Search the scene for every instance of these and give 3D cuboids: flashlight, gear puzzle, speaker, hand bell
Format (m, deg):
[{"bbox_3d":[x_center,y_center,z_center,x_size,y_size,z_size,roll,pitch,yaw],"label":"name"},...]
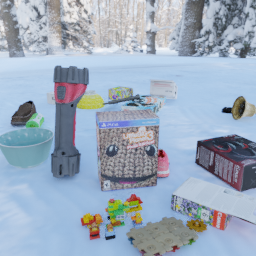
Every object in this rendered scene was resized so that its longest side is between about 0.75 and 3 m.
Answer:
[{"bbox_3d":[-1.596,-0.196,7.659,0.983,2.904,0.987,0,8,-21],"label":"flashlight"},{"bbox_3d":[0.823,2.052,5.375,1.657,0.217,0.858,-8,18,-30],"label":"gear puzzle"},{"bbox_3d":[-3.783,-0.222,11.451,0.570,0.570,1.288,-2,19,-6],"label":"speaker"},{"bbox_3d":[6.027,-0.734,12.867,2.139,1.114,1.114,10,17,-10],"label":"hand bell"}]

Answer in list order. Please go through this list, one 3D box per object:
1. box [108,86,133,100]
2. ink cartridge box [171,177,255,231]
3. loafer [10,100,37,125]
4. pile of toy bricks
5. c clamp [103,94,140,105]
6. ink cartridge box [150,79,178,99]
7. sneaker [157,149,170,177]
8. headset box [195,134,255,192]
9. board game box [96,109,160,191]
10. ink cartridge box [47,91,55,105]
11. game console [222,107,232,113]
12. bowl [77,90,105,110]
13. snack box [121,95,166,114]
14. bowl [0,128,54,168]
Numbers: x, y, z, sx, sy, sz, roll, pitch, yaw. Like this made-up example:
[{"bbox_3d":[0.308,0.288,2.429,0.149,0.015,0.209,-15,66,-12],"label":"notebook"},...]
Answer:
[{"bbox_3d":[-0.436,-2.043,16.733,1.085,0.662,1.045,15,24,35],"label":"box"},{"bbox_3d":[1.950,1.680,6.044,1.808,0.455,0.985,14,23,34],"label":"ink cartridge box"},{"bbox_3d":[-4.718,-0.719,12.568,0.835,0.812,2.287,-2,19,-6],"label":"loafer"},{"bbox_3d":[-0.263,1.699,5.642,1.332,0.657,0.739,-6,19,-16],"label":"pile of toy bricks"},{"bbox_3d":[-0.274,-1.431,14.186,2.224,0.301,1.900,-7,5,36],"label":"c clamp"},{"bbox_3d":[2.014,-2.159,15.837,1.363,0.797,2.349,5,1,16],"label":"ink cartridge box"},{"bbox_3d":[0.986,0.847,8.185,0.553,0.650,1.500,0,18,0],"label":"sneaker"},{"bbox_3d":[3.123,0.917,7.768,1.532,0.773,2.061,-8,20,-22],"label":"headset box"},{"bbox_3d":[-0.033,0.536,7.216,1.481,1.858,0.900,-4,19,-11],"label":"board game box"},{"bbox_3d":[-3.599,-1.658,15.610,1.534,0.647,1.120,13,23,34],"label":"ink cartridge box"},{"bbox_3d":[5.413,-0.866,14.054,1.329,0.160,0.784,5,20,20],"label":"game console"},{"bbox_3d":[-2.040,-1.578,15.111,1.548,0.833,1.548,0,19,0],"label":"bowl"},{"bbox_3d":[0.882,-1.178,14.409,1.596,0.510,2.747,7,20,19],"label":"snack box"},{"bbox_3d":[-3.039,0.642,8.465,1.641,0.858,1.641,0,18,0],"label":"bowl"}]
